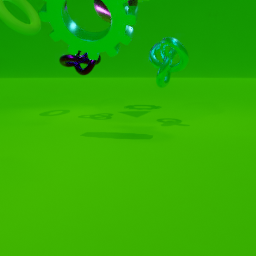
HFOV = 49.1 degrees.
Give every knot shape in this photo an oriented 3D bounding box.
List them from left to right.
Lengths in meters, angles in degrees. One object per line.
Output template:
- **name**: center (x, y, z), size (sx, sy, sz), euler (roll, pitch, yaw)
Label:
- **knot shape**: center (-1.459, -2.255, 9.275), size (1.441, 0.666, 1.349), euler (-27, 40, -21)
- **knot shape**: center (1.164, -1.990, 7.956), size (0.705, 1.525, 1.427), euler (3, -12, -20)

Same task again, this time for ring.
- **ring**: center (-3.662, -3.831, 9.280), size (0.346, 1.731, 1.731), euler (-33, -6, 29)

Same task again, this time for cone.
- **cone**: center (-0.303, -3.700, 8.847), size (1.477, 1.477, 1.483), euler (-2, 44, -9)

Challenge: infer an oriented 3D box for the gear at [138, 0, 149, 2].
- **gear**: center (-0.073, -5.051, 10.497), size (1.857, 0.343, 1.857), euler (3, 15, -1)

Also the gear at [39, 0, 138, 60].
- **gear**: center (-0.787, -2.275, 5.588), size (1.916, 1.916, 0.354), euler (2, 49, 11)
